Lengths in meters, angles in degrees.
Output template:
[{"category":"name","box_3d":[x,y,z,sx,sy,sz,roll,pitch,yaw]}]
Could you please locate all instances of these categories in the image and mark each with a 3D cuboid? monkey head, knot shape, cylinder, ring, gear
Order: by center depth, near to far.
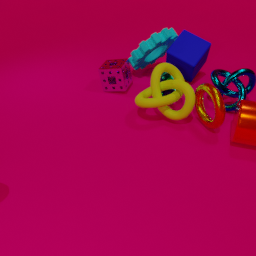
[{"category":"cylinder","box_3d":[3.090,-0.086,6.645,1.058,1.058,1.058,11,36,14]},{"category":"ring","box_3d":[2.066,-0.558,7.149,0.241,1.207,1.207,-16,38,-13]},{"category":"knot shape","box_3d":[0.909,-0.912,7.526,1.504,0.743,1.608,-18,65,2]},{"category":"knot shape","box_3d":[2.921,-1.247,8.071,1.253,0.619,1.339,39,89,6]},{"category":"monkey head","box_3d":[1.148,-1.293,8.522,0.916,0.767,1.273,-31,53,-10]},{"category":"gear","box_3d":[0.881,-2.718,9.748,1.846,1.846,0.342,-28,83,-34]}]

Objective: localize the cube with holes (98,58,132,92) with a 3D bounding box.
[{"category":"cube with holes","box_3d":[-0.392,-1.716,9.088,0.783,0.783,0.783,1,35,19]}]

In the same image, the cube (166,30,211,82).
[{"category":"cube","box_3d":[1.999,-2.406,9.439,1.057,1.057,1.057,34,77,16]}]
